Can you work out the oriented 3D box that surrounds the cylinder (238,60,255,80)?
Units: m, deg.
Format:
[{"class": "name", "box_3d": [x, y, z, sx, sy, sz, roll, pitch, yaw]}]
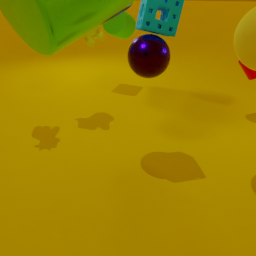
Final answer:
[{"class": "cylinder", "box_3d": [4.087, -2.050, 9.099, 0.715, 0.715, 0.715, -35, 10, 7]}]

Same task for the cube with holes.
[{"class": "cube with holes", "box_3d": [0.729, -2.705, 6.695, 0.834, 0.834, 0.834, 10, 17, -11]}]

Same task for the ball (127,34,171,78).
[{"class": "ball", "box_3d": [0.503, -1.723, 6.751, 1.037, 1.037, 1.037, 0, 27, 0]}]

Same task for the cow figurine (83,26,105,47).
[{"class": "cow figurine", "box_3d": [-1.465, -3.572, 8.978, 0.876, 1.596, 1.570, -31, 53, 2]}]

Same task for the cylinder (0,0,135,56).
[{"class": "cylinder", "box_3d": [-0.681, -1.546, 2.895, 1.176, 1.176, 1.176, -40, 43, -22]}]

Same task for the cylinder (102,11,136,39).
[{"class": "cylinder", "box_3d": [-0.362, -4.318, 11.597, 1.070, 1.070, 1.070, 12, 11, 22]}]

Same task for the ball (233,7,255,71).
[{"class": "ball", "box_3d": [2.928, -1.863, 5.799, 1.392, 1.392, 1.392, 0, 27, 0]}]
